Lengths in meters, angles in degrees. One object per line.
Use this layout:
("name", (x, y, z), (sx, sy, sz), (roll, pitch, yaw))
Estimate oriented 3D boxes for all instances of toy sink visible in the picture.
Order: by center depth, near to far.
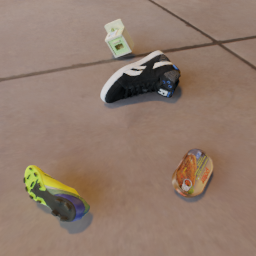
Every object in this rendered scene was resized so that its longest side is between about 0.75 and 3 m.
("toy sink", (-0.433, -3.816, 12.002), (0.847, 1.300, 0.728), (-12, 41, 26))

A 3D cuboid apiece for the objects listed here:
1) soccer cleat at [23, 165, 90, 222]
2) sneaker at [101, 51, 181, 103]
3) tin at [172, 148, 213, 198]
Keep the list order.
("soccer cleat", (-1.670, 1.472, 6.419), (1.909, 0.617, 0.799), (30, 14, 31))
("sneaker", (0.647, -1.465, 9.628), (2.969, 1.085, 1.661), (-37, 68, -20))
("tin", (1.617, 1.109, 6.965), (0.794, 0.297, 1.418), (35, 52, 9))
